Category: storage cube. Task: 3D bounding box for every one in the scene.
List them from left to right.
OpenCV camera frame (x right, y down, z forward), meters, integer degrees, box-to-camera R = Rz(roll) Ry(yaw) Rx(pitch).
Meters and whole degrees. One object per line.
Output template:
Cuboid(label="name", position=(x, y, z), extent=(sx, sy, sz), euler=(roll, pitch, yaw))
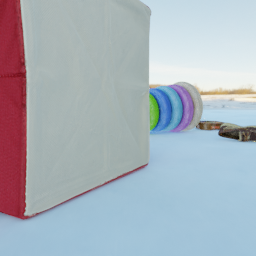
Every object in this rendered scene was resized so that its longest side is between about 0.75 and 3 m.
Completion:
Cuboid(label="storage cube", position=(-0.867, -0.385, 2.523), extent=(1.692, 1.609, 1.883), euler=(4, 6, 30))

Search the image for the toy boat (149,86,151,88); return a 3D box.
Cuboid(label="toy boat", position=(-0.413, -0.845, 9.800), extent=(2.983, 1.947, 1.950), euler=(-3, 36, -28))

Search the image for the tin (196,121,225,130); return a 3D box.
Cuboid(label="tin", position=(2.180, -0.072, 7.463), extent=(0.629, 0.235, 1.123), euler=(-4, 4, 2))

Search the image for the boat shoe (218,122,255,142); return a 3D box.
Cuboid(label="boat shoe", position=(1.994, 0.128, 4.846), extent=(0.858, 0.309, 0.309), euler=(14, 42, 31))

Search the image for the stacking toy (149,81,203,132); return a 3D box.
Cuboid(label="stacking toy", position=(0.296, -0.335, 6.069), extent=(2.816, 1.202, 1.202), euler=(-11, 10, -35))
